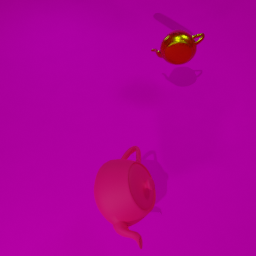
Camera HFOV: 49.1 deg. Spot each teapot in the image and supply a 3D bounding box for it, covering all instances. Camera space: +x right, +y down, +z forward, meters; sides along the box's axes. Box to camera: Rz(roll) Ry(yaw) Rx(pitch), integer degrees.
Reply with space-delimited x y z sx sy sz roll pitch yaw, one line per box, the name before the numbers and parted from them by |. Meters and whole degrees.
teapot | 1.232 -2.081 7.127 1.460 0.908 0.715 -14 46 26
teapot | 0.027 1.224 5.257 1.021 1.297 2.086 -23 44 29
